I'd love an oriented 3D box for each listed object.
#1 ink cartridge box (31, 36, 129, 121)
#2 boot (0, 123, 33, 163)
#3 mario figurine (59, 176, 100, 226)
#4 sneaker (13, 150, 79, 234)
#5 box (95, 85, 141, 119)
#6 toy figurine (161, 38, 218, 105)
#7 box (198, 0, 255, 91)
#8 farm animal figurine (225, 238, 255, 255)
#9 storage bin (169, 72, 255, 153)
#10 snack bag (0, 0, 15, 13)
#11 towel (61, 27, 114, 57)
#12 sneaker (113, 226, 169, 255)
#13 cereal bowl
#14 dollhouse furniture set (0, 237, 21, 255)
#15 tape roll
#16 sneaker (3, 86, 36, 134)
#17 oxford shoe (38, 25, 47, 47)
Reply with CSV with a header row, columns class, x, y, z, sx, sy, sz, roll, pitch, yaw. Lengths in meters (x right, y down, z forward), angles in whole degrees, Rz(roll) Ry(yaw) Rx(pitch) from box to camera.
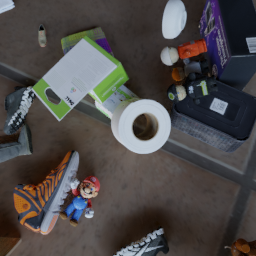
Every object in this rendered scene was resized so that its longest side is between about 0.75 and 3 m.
class,x,y,z,sx,sy,sz,roll,pitch,yaw
ink cartridge box,-1.437,-1.343,8.334,2.328,0.882,1.720,-45,62,-3
boot,-3.472,0.457,8.275,1.184,0.430,1.076,-13,65,2
mario figurine,-1.241,1.874,7.421,0.716,0.833,1.350,15,69,51
sneaker,-2.260,1.514,7.516,1.300,0.900,2.321,20,68,7
box,-0.272,-0.742,8.665,1.114,0.539,0.983,38,73,14
toy figurine,1.804,-1.439,8.259,1.325,1.874,1.904,-14,72,15
box,3.128,-2.793,8.753,1.112,1.990,2.820,-4,67,1
farm animal figurine,2.773,4.000,6.230,2.943,1.552,2.976,-30,77,1
storage bin,2.496,-0.457,8.280,2.236,1.048,1.512,26,69,11
snack bag,-5.478,-4.828,10.596,1.856,0.199,1.750,-30,70,-12
towel,-1.317,-2.367,9.525,1.619,0.257,2.255,-18,67,-7
sneaker,0.290,3.194,6.975,1.719,0.571,0.778,-25,66,-12
cereal bowl,1.370,-3.091,7.971,0.452,1.084,1.084,16,67,22
dollhouse furniture set,-4.022,4.090,6.471,2.313,1.982,2.433,3,94,2
tape roll,0.331,-0.090,7.793,1.467,1.007,1.467,-2,99,-15
sneaker,-3.490,-0.604,8.616,0.794,0.583,1.755,13,64,8
oxford shoe,-3.040,-3.249,9.856,0.299,0.318,0.850,-11,67,-4
